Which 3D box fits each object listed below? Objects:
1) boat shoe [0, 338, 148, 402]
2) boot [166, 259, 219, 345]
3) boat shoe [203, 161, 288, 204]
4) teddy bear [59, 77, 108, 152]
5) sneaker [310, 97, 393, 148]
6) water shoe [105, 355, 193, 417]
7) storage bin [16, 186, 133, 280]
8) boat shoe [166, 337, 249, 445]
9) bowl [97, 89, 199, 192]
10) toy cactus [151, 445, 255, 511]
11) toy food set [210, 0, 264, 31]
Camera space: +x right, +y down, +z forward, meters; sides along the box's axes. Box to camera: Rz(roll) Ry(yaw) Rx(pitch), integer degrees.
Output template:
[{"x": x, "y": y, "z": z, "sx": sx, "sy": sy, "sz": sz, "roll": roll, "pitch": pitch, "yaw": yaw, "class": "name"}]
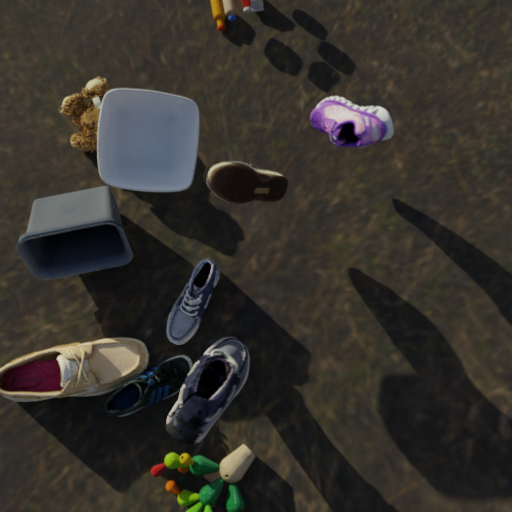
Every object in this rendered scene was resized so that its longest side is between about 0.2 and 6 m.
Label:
[{"x": -3.635, "y": 2.279, "z": 10.965, "sx": 2.984, "sy": 1.032, "sz": 1.100, "roll": -14, "pitch": 78, "yaw": -3, "class": "boat shoe"}, {"x": -1.330, "y": 0.912, "z": 11.365, "sx": 0.667, "sy": 0.828, "sz": 1.832, "roll": 22, "pitch": 79, "yaw": 5, "class": "boot"}, {"x": -0.319, "y": -1.426, "z": 10.662, "sx": 0.784, "sy": 2.119, "sz": 0.783, "roll": 32, "pitch": 106, "yaw": 35, "class": "boat shoe"}, {"x": -3.278, "y": -2.868, "z": 12.298, "sx": 2.442, "sy": 0.815, "sz": 1.771, "roll": 33, "pitch": 72, "yaw": 14, "class": "teddy bear"}, {"x": 1.688, "y": -2.559, "z": 11.034, "sx": 0.877, "sy": 0.798, "sz": 1.983, "roll": -39, "pitch": 38, "yaw": -21, "class": "sneaker"}, {"x": -2.074, "y": 2.613, "z": 11.046, "sx": 1.865, "sy": 0.736, "sz": 0.667, "roll": -32, "pitch": 80, "yaw": -7, "class": "water shoe"}, {"x": -3.633, "y": -0.504, "z": 11.504, "sx": 2.050, "sy": 1.492, "sz": 1.377, "roll": -11, "pitch": 50, "yaw": -2, "class": "storage bin"}, {"x": -0.616, "y": 2.101, "z": 10.155, "sx": 1.001, "sy": 2.682, "sz": 1.244, "roll": 30, "pitch": 124, "yaw": 2, "class": "boat shoe"}, {"x": -1.958, "y": -2.050, "z": 10.047, "sx": 1.738, "sy": 0.649, "sz": 1.736, "roll": 3, "pitch": 103, "yaw": -19, "class": "bowl"}, {"x": -0.768, "y": 4.334, "z": 10.641, "sx": 2.154, "sy": 1.101, "sz": 1.777, "roll": 41, "pitch": 71, "yaw": 17, "class": "toy cactus"}, {"x": -0.143, "y": -5.778, "z": 12.833, "sx": 1.734, "sy": 0.828, "sz": 0.780, "roll": -10, "pitch": 88, "yaw": -2, "class": "toy food set"}]
